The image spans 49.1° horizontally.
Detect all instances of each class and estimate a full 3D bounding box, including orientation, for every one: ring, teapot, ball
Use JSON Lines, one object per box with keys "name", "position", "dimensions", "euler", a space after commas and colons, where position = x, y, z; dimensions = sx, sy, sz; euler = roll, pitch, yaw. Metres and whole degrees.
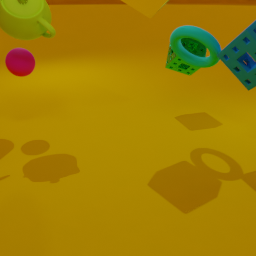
{"name": "ring", "position": [1.578, -1.889, 6.606], "dimensions": [1.290, 1.290, 0.258], "euler": [21, 73, 36]}
{"name": "teapot", "position": [-2.432, -2.737, 6.370], "dimensions": [2.004, 0.981, 1.246], "euler": [41, 67, -1]}
{"name": "ball", "position": [-2.786, -1.699, 7.261], "dimensions": [0.729, 0.729, 0.729], "euler": [0, 26, 0]}

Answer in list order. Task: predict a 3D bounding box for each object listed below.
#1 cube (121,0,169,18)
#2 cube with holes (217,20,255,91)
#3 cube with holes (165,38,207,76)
{"name": "cube", "position": [0.422, -3.194, 5.893], "dimensions": [1.006, 1.006, 1.006], "euler": [22, 61, -26]}
{"name": "cube with holes", "position": [2.770, -1.641, 5.789], "dimensions": [1.051, 1.051, 1.051], "euler": [-41, -1, -18]}
{"name": "cube with holes", "position": [1.813, -2.317, 8.722], "dimensions": [0.904, 0.904, 0.904], "euler": [15, -14, -12]}
